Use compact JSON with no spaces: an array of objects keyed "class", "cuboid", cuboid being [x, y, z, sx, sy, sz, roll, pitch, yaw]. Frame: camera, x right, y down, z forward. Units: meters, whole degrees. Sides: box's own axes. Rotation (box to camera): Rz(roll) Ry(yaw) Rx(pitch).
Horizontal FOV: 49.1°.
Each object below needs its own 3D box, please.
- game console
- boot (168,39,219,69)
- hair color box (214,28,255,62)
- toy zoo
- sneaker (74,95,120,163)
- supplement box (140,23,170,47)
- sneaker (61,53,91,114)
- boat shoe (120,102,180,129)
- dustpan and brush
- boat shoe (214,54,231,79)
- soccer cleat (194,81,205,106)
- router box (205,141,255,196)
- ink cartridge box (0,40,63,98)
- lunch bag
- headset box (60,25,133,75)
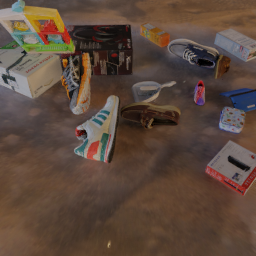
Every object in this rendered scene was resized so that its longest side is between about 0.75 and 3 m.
[{"class":"game console","cuboid":[3.930,-0.967,9.686,1.150,0.680,0.982,-14,77,-13]},{"class":"boot","cuboid":[2.567,-2.979,11.263,2.117,0.770,0.956,15,41,13]},{"class":"hair color box","cuboid":[4.754,-3.609,12.075,0.918,0.562,1.854,-23,48,-22]},{"class":"toy zoo","cuboid":[-2.815,-3.041,8.746,1.744,2.659,0.272,0,79,2]},{"class":"sneaker","cuboid":[-0.892,-0.125,8.242,1.188,0.894,2.541,7,47,-1]},{"class":"supplement box","cuboid":[1.209,-4.270,12.793,0.536,0.518,1.557,-27,50,-22]},{"class":"sneaker","cuboid":[-1.788,-1.498,9.486,0.973,0.986,2.519,-2,54,-1]},{"class":"boat shoe","cuboid":[0.659,-0.321,8.632,1.883,0.679,0.678,5,52,6]},{"class":"dustpan and brush","cuboid":[0.945,-1.388,9.880,1.522,0.436,1.062,-7,45,-7]},{"class":"boat shoe","cuboid":[3.672,-2.381,10.827,0.512,0.545,1.515,15,44,17]},{"class":"soccer cleat","cuboid":[2.492,-1.197,9.706,0.378,0.406,1.109,7,45,7]},{"class":"router box","cuboid":[2.893,1.030,7.486,1.122,0.305,1.250,32,53,29]},{"class":"ink cartridge box","cuboid":[-3.832,-2.212,10.338,2.308,0.959,1.692,22,49,21]},{"class":"lunch bag","cuboid":[3.256,-0.272,8.804,0.754,0.355,0.941,14,47,17]},{"class":"headset box","cuboid":[-1.323,-3.145,11.189,2.980,1.118,2.215,-1,44,-1]}]
